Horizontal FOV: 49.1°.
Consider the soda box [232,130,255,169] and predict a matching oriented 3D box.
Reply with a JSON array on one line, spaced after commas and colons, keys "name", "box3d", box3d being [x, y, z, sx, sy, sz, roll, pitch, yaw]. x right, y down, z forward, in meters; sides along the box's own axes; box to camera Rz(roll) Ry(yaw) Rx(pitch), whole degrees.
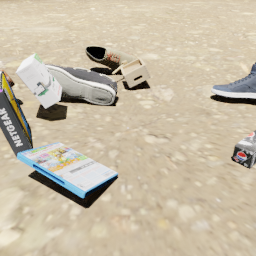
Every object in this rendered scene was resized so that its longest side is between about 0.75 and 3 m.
[{"name": "soda box", "box3d": [2.910, 0.398, 6.356, 1.309, 0.415, 0.463, -25, 39, -36]}]

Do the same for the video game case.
[{"name": "video game case", "box3d": [-1.156, 0.751, 5.496, 1.630, 0.145, 1.167, 24, 19, 23]}]

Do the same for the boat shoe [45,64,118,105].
[{"name": "boat shoe", "box3d": [-1.540, -1.436, 8.480, 2.539, 0.938, 0.766, 14, 44, -1]}]

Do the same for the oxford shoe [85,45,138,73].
[{"name": "oxford shoe", "box3d": [-0.564, -2.570, 10.512, 2.250, 0.792, 0.841, 14, 7, 5]}]

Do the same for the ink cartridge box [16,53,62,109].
[{"name": "ink cartridge box", "box3d": [-2.292, -1.236, 7.385, 0.505, 1.198, 0.875, -28, 32, 9]}]

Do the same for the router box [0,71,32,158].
[{"name": "router box", "box3d": [-2.667, -0.315, 6.328, 0.413, 1.618, 1.207, -20, 37, -11]}]

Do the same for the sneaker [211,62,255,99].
[{"name": "sneaker", "box3d": [3.599, -1.607, 8.516, 1.977, 1.428, 0.752, 5, 17, 16]}]

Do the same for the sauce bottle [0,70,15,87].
[{"name": "sauce bottle", "box3d": [-4.131, -0.913, 7.867, 1.877, 0.620, 0.620, -41, 45, -17]}]

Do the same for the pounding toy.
[{"name": "pounding toy", "box3d": [0.074, -1.932, 9.840, 1.143, 0.595, 1.301, -26, 32, 6]}]
